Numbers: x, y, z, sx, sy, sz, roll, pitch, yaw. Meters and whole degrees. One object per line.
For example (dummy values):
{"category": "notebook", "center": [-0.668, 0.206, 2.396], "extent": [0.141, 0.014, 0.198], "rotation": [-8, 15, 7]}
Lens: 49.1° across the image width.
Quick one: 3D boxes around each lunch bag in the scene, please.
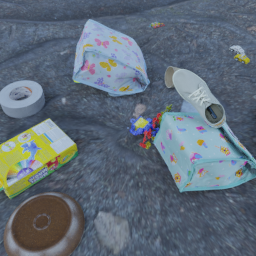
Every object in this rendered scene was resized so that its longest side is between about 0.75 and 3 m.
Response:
{"category": "lunch bag", "center": [2.400, 0.600, 8.281], "extent": [2.574, 1.569, 2.192], "rotation": [-2, 40, -20]}
{"category": "lunch bag", "center": [-0.591, -2.577, 11.049], "extent": [2.832, 1.800, 2.401], "rotation": [15, 43, -21]}

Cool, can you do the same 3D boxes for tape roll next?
{"category": "tape roll", "center": [-3.971, -1.108, 10.547], "extent": [1.593, 0.526, 1.593], "rotation": [0, 48, 0]}

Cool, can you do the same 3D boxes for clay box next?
{"category": "clay box", "center": [-3.106, 0.938, 8.541], "extent": [2.739, 0.652, 1.573], "rotation": [-34, 55, -27]}

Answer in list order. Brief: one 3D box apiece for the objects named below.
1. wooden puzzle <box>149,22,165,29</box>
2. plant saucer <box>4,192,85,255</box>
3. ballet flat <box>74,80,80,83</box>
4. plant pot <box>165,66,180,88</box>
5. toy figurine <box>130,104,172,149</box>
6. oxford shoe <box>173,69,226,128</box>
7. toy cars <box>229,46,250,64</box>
{"category": "wooden puzzle", "center": [1.511, -5.511, 14.981], "extent": [0.876, 0.062, 0.520], "rotation": [-22, 51, -20]}
{"category": "plant saucer", "center": [-2.189, 2.494, 7.256], "extent": [2.105, 0.385, 2.105], "rotation": [-1, 47, 1]}
{"category": "ballet flat", "center": [-1.663, -2.096, 11.562], "extent": [1.179, 0.395, 0.394], "rotation": [0, 47, 1]}
{"category": "plant pot", "center": [2.078, -2.037, 11.302], "extent": [0.903, 0.846, 0.846], "rotation": [-1, 45, -19]}
{"category": "toy figurine", "center": [0.610, -0.233, 9.507], "extent": [1.079, 0.950, 1.801], "rotation": [24, 50, 27]}
{"category": "oxford shoe", "center": [2.004, -0.851, 7.762], "extent": [0.754, 0.579, 2.005], "rotation": [-39, 85, 10]}
{"category": "toy cars", "center": [5.150, -3.456, 12.891], "extent": [0.627, 0.310, 1.398], "rotation": [-2, 47, -2]}
